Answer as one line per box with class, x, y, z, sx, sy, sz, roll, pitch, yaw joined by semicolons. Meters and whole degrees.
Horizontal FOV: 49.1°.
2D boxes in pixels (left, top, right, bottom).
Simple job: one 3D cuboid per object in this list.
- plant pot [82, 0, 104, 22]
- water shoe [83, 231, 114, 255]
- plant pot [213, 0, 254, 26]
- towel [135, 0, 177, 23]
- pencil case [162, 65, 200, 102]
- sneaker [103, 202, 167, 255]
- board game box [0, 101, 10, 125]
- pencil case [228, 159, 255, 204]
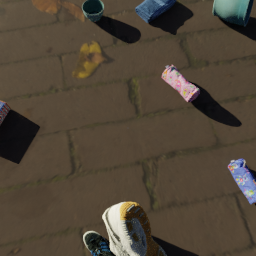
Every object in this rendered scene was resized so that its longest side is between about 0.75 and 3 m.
plant pot;-1.316;-4.451;10.765;0.819;0.548;0.819;0;67;0
water shoe;-0.677;3.348;7.518;0.507;0.559;1.417;-40;73;-15
plant pot;3.920;-4.593;10.490;1.261;1.342;1.342;17;68;23
towel;1.084;-4.836;11.014;1.545;0.375;0.863;-40;72;-15
pencil case;1.785;-1.515;9.513;0.620;0.620;1.419;-37;70;-14
sneaker;0.198;3.289;7.413;1.053;1.221;2.784;-16;86;-44
board game box;-5.080;-0.460;9.163;1.875;0.434;1.420;21;69;8
pencil case;3.512;1.534;8.265;0.530;0.590;1.358;-13;66;-34
